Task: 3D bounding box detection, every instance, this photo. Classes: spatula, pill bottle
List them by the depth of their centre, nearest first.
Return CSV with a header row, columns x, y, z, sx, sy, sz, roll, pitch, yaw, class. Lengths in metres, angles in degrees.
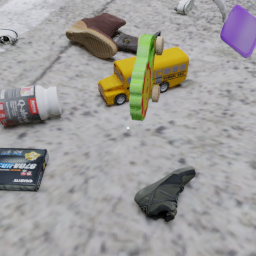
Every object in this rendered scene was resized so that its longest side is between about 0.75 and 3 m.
x,y,z,sx,sy,sz,roll,pitch,yaw,class
1.242,-1.749,3.898,0.226,2.200,0.622,28,93,51,spatula
-2.697,-0.643,7.580,1.629,0.944,0.944,-9,46,-8,pill bottle

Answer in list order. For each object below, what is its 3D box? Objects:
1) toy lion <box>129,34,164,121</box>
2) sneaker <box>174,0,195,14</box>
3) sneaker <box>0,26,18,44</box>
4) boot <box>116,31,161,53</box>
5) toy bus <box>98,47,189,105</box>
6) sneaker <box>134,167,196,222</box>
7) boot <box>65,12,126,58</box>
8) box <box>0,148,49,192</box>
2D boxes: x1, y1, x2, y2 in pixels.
x,y,z,sx,sy,sz,roll,pitch,yaw,class
0.244,-0.782,4.305,0.438,1.275,1.222,7,15,12,toy lion
2.690,-5.826,13.054,0.624,0.592,1.550,14,45,27,sneaker
-5.087,-3.539,10.767,1.578,0.603,0.635,2,54,4,sneaker
0.361,-3.318,10.520,1.421,0.565,1.632,24,52,21,boot
0.451,-1.580,8.433,2.683,1.050,0.873,-17,48,-17,toy bus
0.948,1.408,5.831,1.470,0.562,0.842,-26,52,-20,sneaker
-0.813,-3.697,10.605,2.659,0.962,2.212,31,54,31,boot
-2.593,0.934,6.460,1.295,0.298,1.029,2,45,2,box
